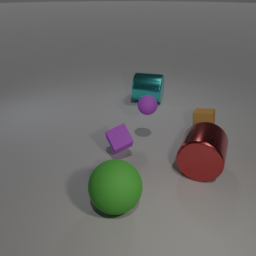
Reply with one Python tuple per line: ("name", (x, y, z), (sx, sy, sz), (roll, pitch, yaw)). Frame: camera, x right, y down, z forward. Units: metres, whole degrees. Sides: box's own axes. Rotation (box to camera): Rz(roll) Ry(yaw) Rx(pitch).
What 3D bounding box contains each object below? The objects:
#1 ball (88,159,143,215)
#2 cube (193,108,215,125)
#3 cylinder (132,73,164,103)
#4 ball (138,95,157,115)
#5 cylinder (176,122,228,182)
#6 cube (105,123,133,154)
("ball", (-0.324, 1.505, 7.212), (1.400, 1.400, 1.400), (0, 28, 0))
("cube", (2.762, -0.302, 10.170), (0.700, 0.700, 0.700), (4, 18, 23))
("cylinder", (1.014, -2.002, 13.923), (1.400, 1.400, 1.400), (7, 29, 12))
("ball", (0.691, -0.806, 9.935), (0.700, 0.700, 0.700), (0, 28, 0))
("cylinder", (2.348, 0.715, 8.767), (1.400, 1.400, 1.400), (11, 30, 19))
("cube", (-0.290, 0.373, 9.392), (0.700, 0.700, 0.700), (-26, 77, -9))
